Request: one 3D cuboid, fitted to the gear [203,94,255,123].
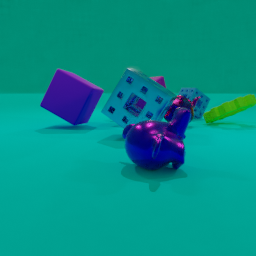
[{"bbox_3d":[3.455,-0.632,9.540,1.743,0.322,1.743,-19,-10,-3],"label":"gear"}]

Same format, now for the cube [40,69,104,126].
[{"bbox_3d":[-1.743,-0.967,8.945,1.285,1.285,1.285,29,9,6],"label":"cube"}]

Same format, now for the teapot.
[{"bbox_3d":[1.690,-0.658,9.112,1.777,0.870,1.105,-15,43,-34],"label":"teapot"}]

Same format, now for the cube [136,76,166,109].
[{"bbox_3d":[0.573,-0.983,9.855,1.251,1.251,1.251,2,30,40],"label":"cube"}]

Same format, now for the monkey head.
[{"bbox_3d":[0.447,0.109,4.272,0.899,1.074,1.493,18,3,-19],"label":"monkey head"}]

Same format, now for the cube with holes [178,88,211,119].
[{"bbox_3d":[2.636,-1.042,11.668,0.927,0.927,0.927,30,-7,-28],"label":"cube with holes"}]

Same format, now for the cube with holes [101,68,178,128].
[{"bbox_3d":[0.324,-0.607,7.005,1.223,1.223,1.223,35,16,9],"label":"cube with holes"}]
